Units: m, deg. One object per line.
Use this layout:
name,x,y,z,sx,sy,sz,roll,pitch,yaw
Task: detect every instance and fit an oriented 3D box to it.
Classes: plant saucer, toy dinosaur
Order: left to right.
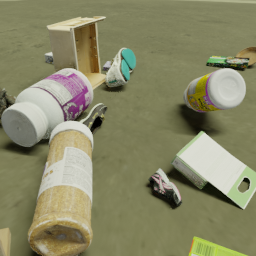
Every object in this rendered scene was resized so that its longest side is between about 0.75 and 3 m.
toy dinosaur,-3.625,-0.845,7.435,1.276,2.495,0.960,29,78,12
plant saucer,5.186,-3.015,11.993,1.136,0.201,1.136,-22,44,23

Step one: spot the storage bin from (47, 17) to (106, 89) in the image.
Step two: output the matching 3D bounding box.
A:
storage bin,-1.549,-2.523,9.635,1.036,2.210,2.194,12,33,23

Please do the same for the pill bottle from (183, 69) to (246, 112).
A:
pill bottle,2.199,-0.937,7.572,0.992,0.992,1.902,-7,1,-12

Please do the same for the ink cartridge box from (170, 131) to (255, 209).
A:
ink cartridge box,1.812,0.868,5.738,1.568,0.376,1.141,41,46,17

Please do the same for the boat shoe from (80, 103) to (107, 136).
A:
boat shoe,-0.861,-0.180,7.390,0.417,0.494,1.385,15,41,20

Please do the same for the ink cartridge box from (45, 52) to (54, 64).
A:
ink cartridge box,-3.145,-3.094,12.366,0.858,0.375,0.624,20,35,28

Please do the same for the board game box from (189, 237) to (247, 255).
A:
board game box,1.674,2.203,3.329,2.090,0.498,1.062,13,33,21

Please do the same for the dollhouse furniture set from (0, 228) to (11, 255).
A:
dollhouse furniture set,-2.899,1.024,4.097,2.024,1.734,2.129,-9,32,-15

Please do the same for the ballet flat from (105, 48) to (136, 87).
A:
ballet flat,-0.333,-2.288,10.512,0.965,0.965,2.779,4,31,6

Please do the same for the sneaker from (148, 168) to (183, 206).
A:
sneaker,0.692,1.181,5.311,0.376,0.350,0.871,-31,38,-7

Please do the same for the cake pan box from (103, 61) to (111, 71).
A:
cake pan box,-0.608,-2.571,11.656,0.769,0.201,0.708,5,30,8

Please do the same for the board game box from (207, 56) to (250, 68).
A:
board game box,4.271,-2.828,11.941,1.634,0.192,0.856,11,39,26

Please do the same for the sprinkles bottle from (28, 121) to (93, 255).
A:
sprinkles bottle,-1.092,0.904,5.084,0.929,0.929,2.721,-3,31,-6

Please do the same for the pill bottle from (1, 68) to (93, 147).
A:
pill bottle,-1.978,-0.548,7.149,1.341,1.341,2.389,12,33,19
